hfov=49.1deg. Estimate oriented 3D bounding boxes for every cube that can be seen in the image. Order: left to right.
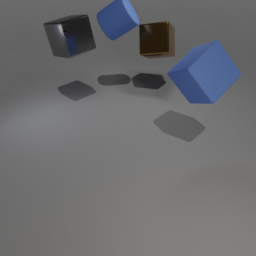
[{"bbox_3d":[-2.417,-3.839,11.708,1.400,1.400,1.400,-32,35,-31],"label":"cube"},{"bbox_3d":[1.414,-4.154,13.391,1.400,1.400,1.400,1,7,21],"label":"cube"},{"bbox_3d":[2.438,-1.756,9.109,1.400,1.400,1.400,-45,17,-10],"label":"cube"}]

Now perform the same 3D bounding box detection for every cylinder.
[{"bbox_3d":[-0.436,-4.863,12.456,1.400,1.400,1.400,-25,24,24],"label":"cylinder"}]
